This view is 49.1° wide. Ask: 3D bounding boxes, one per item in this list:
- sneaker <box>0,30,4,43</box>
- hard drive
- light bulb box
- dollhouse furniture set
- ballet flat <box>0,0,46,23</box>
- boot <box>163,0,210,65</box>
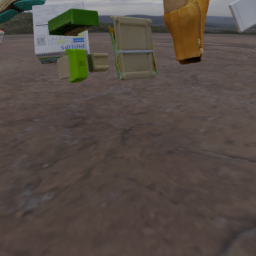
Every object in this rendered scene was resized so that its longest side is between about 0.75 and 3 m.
[{"bbox_3d":[-3.704,-2.250,6.329,0.586,0.941,1.756,33,8,34],"label":"sneaker"},{"bbox_3d":[2.624,-2.486,5.778,0.933,0.616,0.125,-29,17,4],"label":"hard drive"},{"bbox_3d":[-2.005,-2.845,8.580,1.546,1.559,0.973,-6,-9,-2],"label":"light bulb box"},{"bbox_3d":[-0.597,-2.070,7.500,2.563,1.679,1.286,-11,9,-36],"label":"dollhouse furniture set"},{"bbox_3d":[-3.603,-4.080,9.056,2.091,0.683,0.737,-12,-5,17],"label":"ballet flat"},{"bbox_3d":[1.324,-2.142,5.813,0.765,1.557,2.175,-3,16,35],"label":"boot"}]
